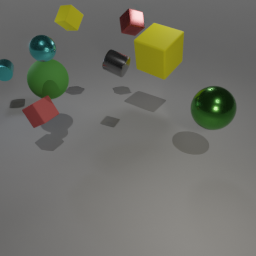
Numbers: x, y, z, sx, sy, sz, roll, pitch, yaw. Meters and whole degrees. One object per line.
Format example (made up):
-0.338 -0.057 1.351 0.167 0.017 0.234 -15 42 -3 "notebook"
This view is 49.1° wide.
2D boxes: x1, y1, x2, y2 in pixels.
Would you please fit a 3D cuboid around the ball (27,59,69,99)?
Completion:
-2.764 -1.694 9.712 1.400 1.400 1.400 0 32 0 "ball"

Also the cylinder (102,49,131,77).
-0.375 -2.105 9.134 0.700 0.700 0.700 26 37 8 "cylinder"

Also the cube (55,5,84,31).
-2.316 -4.321 11.014 0.700 0.700 0.700 17 -5 39 "cube"

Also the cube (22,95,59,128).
-2.820 -0.524 9.062 0.700 0.700 0.700 -17 19 40 "cube"

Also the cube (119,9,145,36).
0.156 -4.214 11.211 0.700 0.700 0.700 -1 -11 -33 "cube"

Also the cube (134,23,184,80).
1.231 -3.032 11.052 1.400 1.400 1.400 28 59 26 "cube"

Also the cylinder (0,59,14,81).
-5.128 -2.404 11.621 0.700 0.700 0.700 -7 39 -12 "cylinder"

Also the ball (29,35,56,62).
-2.268 -2.112 7.451 0.700 0.700 0.700 0 32 0 "ball"

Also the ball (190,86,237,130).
2.698 -0.630 8.883 1.400 1.400 1.400 0 32 0 "ball"
